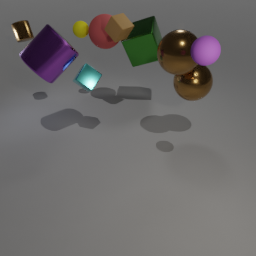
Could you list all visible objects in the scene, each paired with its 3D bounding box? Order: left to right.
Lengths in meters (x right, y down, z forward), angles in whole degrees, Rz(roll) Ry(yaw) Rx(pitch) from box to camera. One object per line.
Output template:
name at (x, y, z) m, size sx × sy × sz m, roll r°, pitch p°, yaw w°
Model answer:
cylinder at (-4.285, -3.931, 11.408) m, size 0.700 × 0.700 × 0.700 m, roll -16°, pitch 14°, yaw 4°
cylinder at (-2.622, -2.472, 9.421) m, size 1.400 × 1.400 × 1.400 m, roll -46°, pitch 37°, yaw 5°
ball at (-2.021, -4.231, 12.026) m, size 0.700 × 0.700 × 0.700 m, roll 0°, pitch 31°, yaw 0°
cube at (-1.461, -1.787, 9.998) m, size 0.700 × 0.700 × 0.700 m, roll 34°, pitch -7°, yaw -19°
ball at (-0.961, -4.057, 11.803) m, size 1.400 × 1.400 × 1.400 m, roll 0°, pitch 31°, yaw 0°
cube at (-0.338, -3.832, 10.705) m, size 0.700 × 0.700 × 0.700 m, roll -34°, pitch 83°, yaw -39°
cube at (0.674, -3.777, 12.285) m, size 1.400 × 1.400 × 1.400 m, roll -10°, pitch 46°, yaw 21°
ball at (1.615, -2.372, 8.848) m, size 1.400 × 1.400 × 1.400 m, roll 0°, pitch 31°, yaw 0°
ball at (2.345, -1.680, 10.132) m, size 1.400 × 1.400 × 1.400 m, roll 0°, pitch 31°, yaw 0°
ball at (1.867, -1.861, 6.749) m, size 0.700 × 0.700 × 0.700 m, roll 0°, pitch 31°, yaw 0°
